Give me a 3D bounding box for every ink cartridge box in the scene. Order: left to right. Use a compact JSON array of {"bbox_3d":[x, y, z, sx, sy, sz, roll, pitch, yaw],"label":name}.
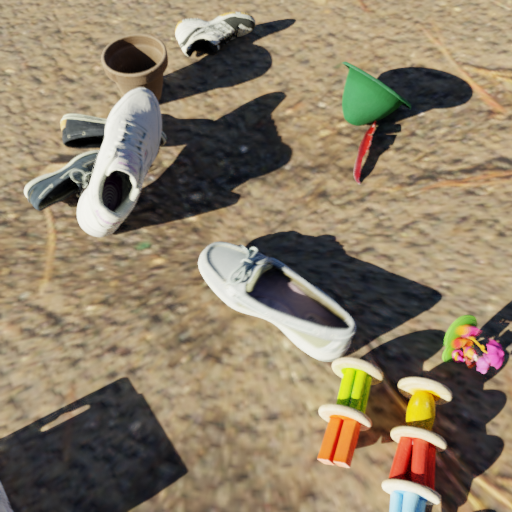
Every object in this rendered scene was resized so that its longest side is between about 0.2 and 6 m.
[{"bbox_3d":[-3.579,3.167,7.051,0.589,1.023,1.766,-31,62,-17],"label":"ink cartridge box"}]

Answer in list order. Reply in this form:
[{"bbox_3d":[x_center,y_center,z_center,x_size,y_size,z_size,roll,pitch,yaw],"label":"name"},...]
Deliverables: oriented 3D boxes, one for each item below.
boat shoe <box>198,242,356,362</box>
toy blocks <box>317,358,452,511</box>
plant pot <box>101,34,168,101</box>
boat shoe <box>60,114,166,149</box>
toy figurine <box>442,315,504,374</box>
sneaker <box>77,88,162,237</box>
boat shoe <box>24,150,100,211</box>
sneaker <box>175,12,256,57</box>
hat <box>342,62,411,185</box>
[{"bbox_3d":[0.300,0.550,8.765,2.821,0.905,1.040,36,61,18],"label":"boat shoe"},{"bbox_3d":[1.637,2.617,7.558,1.767,0.770,2.120,15,58,9],"label":"toy blocks"},{"bbox_3d":[-2.390,-3.658,11.432,1.293,1.127,1.293,0,57,0],"label":"plant pot"},{"bbox_3d":[-2.743,-2.255,10.749,2.008,0.749,0.625,5,72,-7],"label":"boat shoe"},{"bbox_3d":[3.225,1.414,8.203,0.631,0.841,0.774,9,21,-33],"label":"toy figurine"},{"bbox_3d":[-2.164,-1.685,9.698,1.057,1.406,2.822,21,74,-26],"label":"sneaker"},{"bbox_3d":[-3.354,-1.384,10.231,1.695,0.635,0.524,-31,63,-25],"label":"boat shoe"},{"bbox_3d":[-0.859,-4.918,12.643,1.844,0.698,0.808,-14,75,-7],"label":"sneaker"},{"bbox_3d":[1.961,-2.723,11.322,1.660,1.764,2.004,34,18,5],"label":"hat"}]
